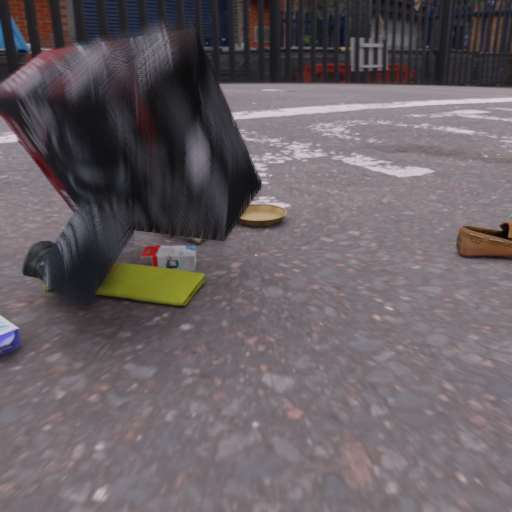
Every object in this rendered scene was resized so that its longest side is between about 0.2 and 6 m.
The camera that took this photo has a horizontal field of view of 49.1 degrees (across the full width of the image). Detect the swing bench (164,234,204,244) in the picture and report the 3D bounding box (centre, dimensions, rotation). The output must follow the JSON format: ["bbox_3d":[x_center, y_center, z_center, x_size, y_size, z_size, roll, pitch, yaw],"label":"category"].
[{"bbox_3d":[-1.347,-0.848,12.032,1.197,0.777,1.191,9,23,34],"label":"swing bench"}]

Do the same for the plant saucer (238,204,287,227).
[{"bbox_3d":[0.063,-0.911,12.852,1.276,0.226,1.276,0,22,0],"label":"plant saucer"}]

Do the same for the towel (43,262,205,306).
[{"bbox_3d":[-2.216,0.460,9.509,2.541,0.229,1.093,6,26,14],"label":"towel"}]

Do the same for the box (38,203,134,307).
[{"bbox_3d":[-2.398,-0.070,7.753,0.654,1.170,1.658,36,-8,-23],"label":"box"}]

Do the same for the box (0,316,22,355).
[{"bbox_3d":[-4.041,1.093,7.725,1.710,0.355,1.018,21,30,37],"label":"box"}]

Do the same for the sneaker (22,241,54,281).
[{"bbox_3d":[-2.952,0.067,9.384,0.894,0.748,1.970,26,26,11],"label":"sneaker"}]

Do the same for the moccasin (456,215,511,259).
[{"bbox_3d":[4.844,-0.364,10.800,1.899,0.733,0.695,3,22,7],"label":"moccasin"}]

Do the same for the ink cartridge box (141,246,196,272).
[{"bbox_3d":[-1.598,0.049,10.329,0.952,0.320,0.553,0,22,-1],"label":"ink cartridge box"}]

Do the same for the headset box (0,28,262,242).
[{"bbox_3d":[-2.201,-1.844,9.103,3.804,2.831,1.469,8,50,35],"label":"headset box"}]
